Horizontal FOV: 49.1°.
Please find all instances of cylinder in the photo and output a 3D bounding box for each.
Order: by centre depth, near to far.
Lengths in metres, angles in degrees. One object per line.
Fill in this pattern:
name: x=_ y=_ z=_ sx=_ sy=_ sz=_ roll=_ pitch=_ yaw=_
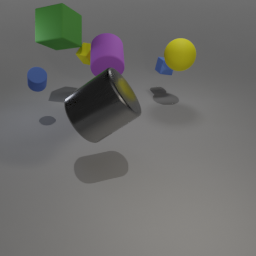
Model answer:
cylinder: x=-0.610 y=-0.554 z=7.008 sx=1.400 sy=1.400 sz=1.400 roll=-32 pitch=25 yaw=18
cylinder: x=-3.408 y=-1.821 z=10.512 sx=0.700 sy=0.700 sz=0.700 roll=6 pitch=69 yaw=-16
cylinder: x=-0.877 y=-3.004 z=11.837 sx=1.400 sy=1.400 sz=1.400 roll=-2 pitch=56 yaw=-3

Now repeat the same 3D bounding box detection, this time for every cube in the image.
cube: x=-2.905 y=-4.202 z=11.812 sx=1.400 sy=1.400 sz=1.400 roll=0 pitch=1 yaw=24
cube: x=-1.799 y=-3.358 z=12.738 sx=0.700 sy=0.700 sz=0.700 roll=20 pitch=72 yaw=34
cube: x=1.884 y=-3.155 z=14.274 sx=0.700 sy=0.700 sz=0.700 roll=3 pitch=28 yaw=-22

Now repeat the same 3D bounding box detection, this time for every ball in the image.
ball: x=2.290 y=-3.222 z=12.360 sx=1.400 sy=1.400 sz=1.400 roll=0 pitch=30 yaw=0
